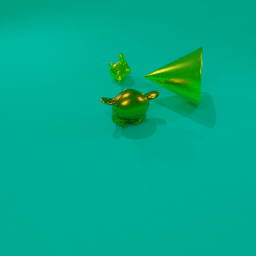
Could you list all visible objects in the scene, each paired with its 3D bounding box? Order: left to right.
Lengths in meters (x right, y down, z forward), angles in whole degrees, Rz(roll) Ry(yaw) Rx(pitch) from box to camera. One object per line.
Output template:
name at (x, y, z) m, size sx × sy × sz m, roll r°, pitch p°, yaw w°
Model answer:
monkey head at (-0.307, -1.928, 8.917) m, size 0.679 × 0.811 × 1.127 m, roll -28°, pitch 47°, yaw -2°
monkey head at (-0.011, -0.656, 7.361) m, size 1.591 × 0.959 × 1.144 m, roll -9°, pitch 39°, yaw -19°
cone at (1.231, -1.447, 7.909) m, size 1.637 × 1.631 × 1.631 m, roll 3°, pitch 41°, yaw 14°
